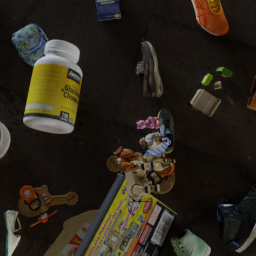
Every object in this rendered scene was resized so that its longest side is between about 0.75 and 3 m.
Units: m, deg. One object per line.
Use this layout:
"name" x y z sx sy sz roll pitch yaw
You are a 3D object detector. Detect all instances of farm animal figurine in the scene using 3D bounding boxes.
"farm animal figurine" 0.333 0.763 7.179 1.553 0.967 1.923 59 41 -17

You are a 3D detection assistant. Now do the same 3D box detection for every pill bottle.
"pill bottle" -2.310 -1.296 8.963 1.544 1.544 2.757 7 78 1

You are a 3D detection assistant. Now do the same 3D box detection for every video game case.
"video game case" 0.030 3.042 7.774 2.412 0.340 2.669 40 67 -25

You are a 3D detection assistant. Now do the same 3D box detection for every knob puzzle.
"knob puzzle" -0.900 3.648 8.450 2.845 0.394 2.845 0 77 1

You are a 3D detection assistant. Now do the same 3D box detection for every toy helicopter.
"toy helicopter" -2.433 2.348 8.637 1.770 0.698 1.171 -4 71 -13
"toy helicopter" 0.349 1.474 8.852 2.229 0.879 1.474 15 87 14

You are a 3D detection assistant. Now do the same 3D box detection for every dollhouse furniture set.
"dollhouse furniture set" 2.855 -1.286 9.629 0.837 0.647 1.676 30 98 -1

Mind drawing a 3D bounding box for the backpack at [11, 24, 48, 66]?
"backpack" -3.284 -2.829 9.633 1.139 0.915 1.245 -32 83 -3

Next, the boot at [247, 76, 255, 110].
"boot" 5.205 -1.423 9.409 1.941 0.959 2.500 19 86 7

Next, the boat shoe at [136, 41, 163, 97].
"boat shoe" 0.635 -2.006 9.539 0.742 0.754 2.023 -11 76 -2

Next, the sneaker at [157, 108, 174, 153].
"sneaker" 1.289 0.074 9.099 0.548 0.601 1.484 -6 83 -5

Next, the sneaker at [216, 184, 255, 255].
"sneaker" 3.614 2.270 8.399 1.660 1.084 2.967 19 79 3

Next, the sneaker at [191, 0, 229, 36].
"sneaker" 2.829 -4.460 9.967 0.939 0.993 2.574 -23 80 -6

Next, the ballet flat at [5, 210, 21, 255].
"ballet flat" -3.513 3.206 8.567 0.468 0.468 1.349 -7 77 -2

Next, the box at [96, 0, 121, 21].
"box" -0.756 -4.584 10.367 0.854 0.229 1.410 -7 76 -1

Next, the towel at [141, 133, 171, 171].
"towel" 0.767 0.725 8.234 0.138 0.838 1.158 37 92 34

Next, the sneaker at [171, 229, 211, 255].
"sneaker" 1.466 3.888 8.240 1.094 0.683 1.855 43 71 3

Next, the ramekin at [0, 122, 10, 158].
"ramekin" -4.613 0.368 8.986 1.591 0.775 1.591 0 78 1
